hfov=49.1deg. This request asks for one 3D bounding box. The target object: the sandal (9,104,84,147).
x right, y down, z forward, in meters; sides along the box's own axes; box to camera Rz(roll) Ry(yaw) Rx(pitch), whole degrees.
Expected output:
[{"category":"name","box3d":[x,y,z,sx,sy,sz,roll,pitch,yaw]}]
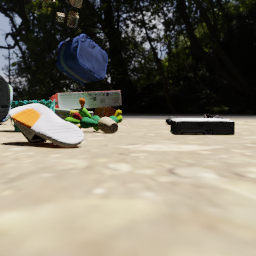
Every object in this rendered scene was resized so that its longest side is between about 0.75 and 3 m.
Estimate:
[{"category":"sandal","box3d":[-1.121,0.055,3.743,1.372,0.393,0.526,28,36,36]}]

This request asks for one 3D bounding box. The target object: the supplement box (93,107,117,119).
[{"category":"supplement box","box3d":[-1.107,-0.640,13.603,0.619,0.640,1.860,20,-9,-26]}]

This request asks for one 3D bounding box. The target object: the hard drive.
[{"category":"hard drive","box3d":[1.536,-0.053,6.119,1.138,0.308,1.629,0,4,6]}]

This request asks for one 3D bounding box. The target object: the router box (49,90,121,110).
[{"category":"router box","box3d":[-2.113,-1.279,13.345,2.863,0.699,2.569,-6,4,-24]}]

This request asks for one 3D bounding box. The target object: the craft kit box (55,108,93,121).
[{"category":"craft kit box","box3d":[-3.071,-0.537,11.845,2.381,0.578,2.351,3,-2,-35]}]

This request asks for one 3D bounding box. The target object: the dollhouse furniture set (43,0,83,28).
[{"category":"dollhouse furniture set","box3d":[-2.203,-3.783,7.693,1.822,1.554,0.890,5,32,-22]}]

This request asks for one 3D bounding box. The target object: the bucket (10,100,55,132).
[{"category":"bucket","box3d":[-2.242,-0.308,6.643,1.068,0.695,1.068,-2,7,0]}]

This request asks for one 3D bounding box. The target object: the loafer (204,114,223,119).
[{"category":"loafer","box3d":[2.604,-0.223,8.488,0.453,0.397,1.260,-1,3,-12]}]

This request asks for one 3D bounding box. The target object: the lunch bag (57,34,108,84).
[{"category":"lunch bag","box3d":[-1.377,-2.010,8.506,0.998,1.025,1.508,-5,-22,33]}]

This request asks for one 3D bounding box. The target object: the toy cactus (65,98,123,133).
[{"category":"toy cactus","box3d":[-0.600,-0.184,6.216,1.460,0.747,1.205,9,7,-38]}]

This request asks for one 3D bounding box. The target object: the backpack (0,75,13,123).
[{"category":"backpack","box3d":[-5.463,-0.989,11.207,2.442,1.992,1.878,-6,-11,42]}]

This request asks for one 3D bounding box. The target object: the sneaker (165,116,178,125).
[{"category":"sneaker","box3d":[1.552,-0.267,10.404,0.397,0.332,0.875,-6,2,-9]}]
